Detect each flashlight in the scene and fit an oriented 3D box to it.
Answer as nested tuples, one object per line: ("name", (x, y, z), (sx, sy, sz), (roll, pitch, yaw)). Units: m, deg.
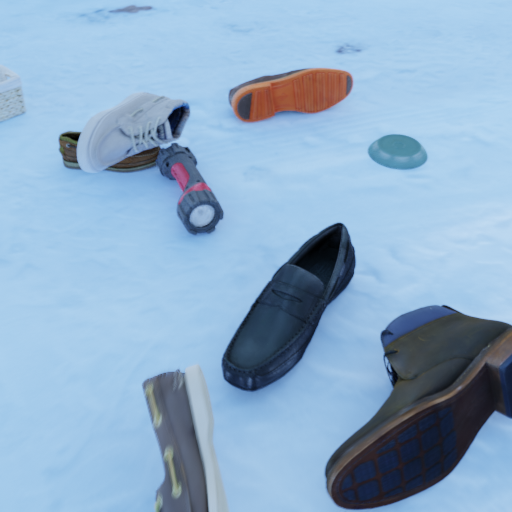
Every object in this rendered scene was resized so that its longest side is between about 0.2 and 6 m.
("flashlight", (-1.465, -1.433, 11.447), (0.868, 0.871, 2.565), (17, 26, -37))

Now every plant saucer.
("plant saucer", (3.291, -2.470, 12.972), (1.376, 0.247, 1.376), (0, 42, 0))

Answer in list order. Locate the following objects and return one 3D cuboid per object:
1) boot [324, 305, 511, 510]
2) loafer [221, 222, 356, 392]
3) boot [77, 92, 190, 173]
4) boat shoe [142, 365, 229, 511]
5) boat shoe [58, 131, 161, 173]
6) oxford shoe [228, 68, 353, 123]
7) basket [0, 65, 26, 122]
("boot", (2.126, 1.894, 7.706), (3.732, 1.394, 1.809), (-24, 27, -21))
("loafer", (0.551, 0.666, 8.774), (1.148, 1.187, 3.382), (20, 46, 27))
("boot", (-2.453, -2.651, 11.764), (1.375, 1.059, 2.878), (8, 43, 19))
("boat shoe", (-0.797, 2.630, 6.541), (0.783, 0.945, 2.629), (-12, 68, -2))
("boat shoe", (-3.240, -2.380, 12.466), (2.295, 0.780, 0.826), (-3, 42, -4))
("oxford shoe", (0.866, -4.340, 14.398), (3.280, 1.169, 1.196), (-11, 39, -12))
("basket", (-6.750, -3.938, 14.019), (1.112, 1.012, 1.641), (34, 53, 31))
